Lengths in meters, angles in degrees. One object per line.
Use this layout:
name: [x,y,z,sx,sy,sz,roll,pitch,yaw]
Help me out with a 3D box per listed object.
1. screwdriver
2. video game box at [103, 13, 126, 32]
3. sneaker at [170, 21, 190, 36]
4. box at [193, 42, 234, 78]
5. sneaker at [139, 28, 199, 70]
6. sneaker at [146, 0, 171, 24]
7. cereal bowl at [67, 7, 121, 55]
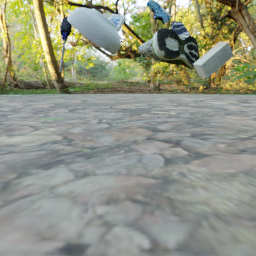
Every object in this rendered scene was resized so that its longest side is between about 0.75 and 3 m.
screwdriver: [-2.145,-2.746,9.207,0.413,2.840,0.396,-20,-40,26]
video game box: [-0.681,-4.357,11.503,0.976,0.229,0.890,12,53,11]
sneaker: [1.414,-3.192,9.650,1.283,0.696,0.450,-22,-9,5]
box: [1.843,-1.468,6.040,0.789,0.374,0.307,-39,27,-6]
sneaker: [1.232,-2.189,8.055,1.072,0.930,2.419,-1,-4,43]
sneaker: [1.017,-4.047,9.797,1.002,0.450,0.393,39,-4,-1]
cereal bowl: [-0.986,-3.338,9.297,1.939,0.807,1.939,34,18,-13]
